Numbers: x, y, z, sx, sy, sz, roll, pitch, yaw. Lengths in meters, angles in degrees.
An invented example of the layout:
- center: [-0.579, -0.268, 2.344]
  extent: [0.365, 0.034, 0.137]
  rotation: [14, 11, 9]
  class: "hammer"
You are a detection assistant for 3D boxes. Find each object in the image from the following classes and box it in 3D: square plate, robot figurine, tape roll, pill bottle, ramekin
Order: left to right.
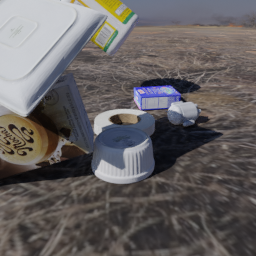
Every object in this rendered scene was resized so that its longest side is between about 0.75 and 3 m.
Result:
- center: [-1.860, -1.521, 4.765]
  extent: [2.245, 0.322, 2.266]
  rotation: [25, 69, 21]
  class: "square plate"
- center: [-1.228, -3.999, 9.508]
  extent: [2.951, 1.664, 1.664]
  rotation: [37, 23, -9]
  class: "pill bottle"
- center: [-0.105, 0.505, 6.006]
  extent: [1.379, 0.724, 1.379]
  rotation: [0, 24, 0]
  class: "ramekin"
- center: [-0.099, -0.116, 7.926]
  extent: [1.736, 0.317, 1.736]
  rotation: [1, 24, 0]
  class: "tape roll"
- center: [1.622, -0.426, 8.272]
  extent: [1.065, 0.601, 0.903]
  rotation: [-10, 52, -21]
  class: "robot figurine"

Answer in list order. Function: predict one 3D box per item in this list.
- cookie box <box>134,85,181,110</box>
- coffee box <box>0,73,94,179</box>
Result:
- center: [0.990, -1.075, 9.837]
  extent: [1.393, 0.524, 1.192]
  rotation: [-4, 24, -8]
  class: "cookie box"
- center: [-2.089, 0.032, 5.494]
  extent: [2.532, 1.431, 1.011]
  rotation: [-17, 24, 1]
  class: "coffee box"
